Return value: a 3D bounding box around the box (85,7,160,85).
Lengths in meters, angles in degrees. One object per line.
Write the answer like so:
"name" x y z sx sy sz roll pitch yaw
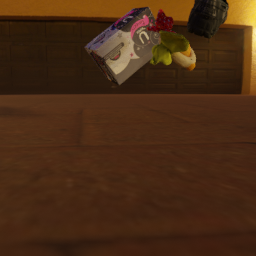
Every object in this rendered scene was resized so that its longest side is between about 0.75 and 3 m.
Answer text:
"box" -0.063 -3.260 11.035 2.631 1.739 1.510 -41 30 -7

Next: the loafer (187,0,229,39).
"loafer" 2.191 -3.184 7.235 0.985 1.018 2.900 22 38 8

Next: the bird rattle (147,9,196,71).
"bird rattle" 1.266 -2.385 8.148 1.620 1.119 1.987 31 31 -22
